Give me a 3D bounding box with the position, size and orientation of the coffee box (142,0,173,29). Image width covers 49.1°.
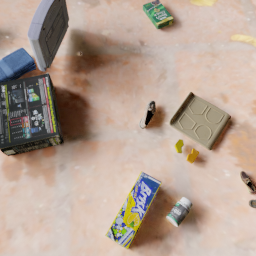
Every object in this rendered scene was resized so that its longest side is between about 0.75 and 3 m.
[{"bbox_3d":[1.230,-4.700,11.543,0.781,0.279,1.271,-24,68,-11],"label":"coffee box"}]

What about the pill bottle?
[{"bbox_3d":[1.517,2.444,8.189,0.445,0.445,0.786,38,71,16],"label":"pill bottle"}]

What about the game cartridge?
[{"bbox_3d":[-2.757,-3.555,9.904,0.534,1.760,2.640,12,59,1],"label":"game cartridge"}]

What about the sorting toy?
[{"bbox_3d":[2.233,0.015,9.414,1.681,0.302,2.256,34,70,10],"label":"sorting toy"}]

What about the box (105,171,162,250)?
[{"bbox_3d":[0.195,2.358,8.102,0.728,0.668,2.079,27,69,12],"label":"box"}]

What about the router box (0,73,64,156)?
[{"bbox_3d":[-3.302,-0.486,9.339,1.865,0.773,2.489,-13,67,-6],"label":"router box"}]

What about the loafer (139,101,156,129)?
[{"bbox_3d":[0.732,-0.468,9.521,0.399,0.349,1.111,32,69,-17],"label":"loafer"}]

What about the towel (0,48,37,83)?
[{"bbox_3d":[-4.387,-2.162,10.296,1.861,0.452,1.039,-36,70,-14],"label":"towel"}]

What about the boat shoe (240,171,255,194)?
[{"bbox_3d":[3.711,1.657,8.642,0.272,0.271,0.753,-13,66,-6],"label":"boat shoe"}]

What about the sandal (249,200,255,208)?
[{"bbox_3d":[4.048,2.271,8.389,0.806,0.220,0.329,7,66,3],"label":"sandal"}]
